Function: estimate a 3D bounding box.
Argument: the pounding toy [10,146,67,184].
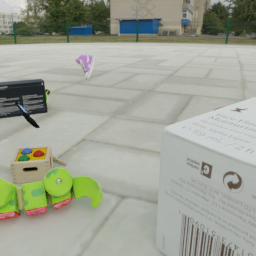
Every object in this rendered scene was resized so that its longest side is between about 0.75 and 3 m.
[{"bbox_3d":[-2.283,0.771,7.418,1.253,0.653,1.426,-4,22,-9],"label":"pounding toy"}]

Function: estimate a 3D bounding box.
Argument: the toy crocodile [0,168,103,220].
[{"bbox_3d":[-1.960,1.409,5.623,2.893,0.893,0.977,-7,-18,-15],"label":"toy crocodile"}]

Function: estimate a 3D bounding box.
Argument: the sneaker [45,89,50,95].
[{"bbox_3d":[-4.580,-1.887,14.578,1.019,0.384,0.389,-7,23,-21],"label":"sneaker"}]

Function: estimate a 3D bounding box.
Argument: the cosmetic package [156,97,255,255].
[{"bbox_3d":[2.245,1.022,4.474,2.807,2.316,2.314,-18,28,-38],"label":"cosmetic package"}]

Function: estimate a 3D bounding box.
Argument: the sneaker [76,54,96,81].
[{"bbox_3d":[-1.917,-2.663,12.257,0.827,0.526,1.451,13,50,-11],"label":"sneaker"}]

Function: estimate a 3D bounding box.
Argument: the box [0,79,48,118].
[{"bbox_3d":[-4.430,-1.260,11.625,1.929,1.362,0.761,-9,24,-23],"label":"box"}]

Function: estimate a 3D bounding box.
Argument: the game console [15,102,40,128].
[{"bbox_3d":[-2.564,-0.351,7.027,0.107,0.525,0.890,-41,71,-8],"label":"game console"}]

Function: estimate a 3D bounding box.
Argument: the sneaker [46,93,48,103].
[{"bbox_3d":[-4.725,-1.352,12.422,2.273,0.950,0.842,-12,26,-27],"label":"sneaker"}]

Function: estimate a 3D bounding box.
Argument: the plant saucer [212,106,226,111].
[{"bbox_3d":[4.361,-0.247,10.321,2.587,0.446,2.587,1,22,0],"label":"plant saucer"}]
